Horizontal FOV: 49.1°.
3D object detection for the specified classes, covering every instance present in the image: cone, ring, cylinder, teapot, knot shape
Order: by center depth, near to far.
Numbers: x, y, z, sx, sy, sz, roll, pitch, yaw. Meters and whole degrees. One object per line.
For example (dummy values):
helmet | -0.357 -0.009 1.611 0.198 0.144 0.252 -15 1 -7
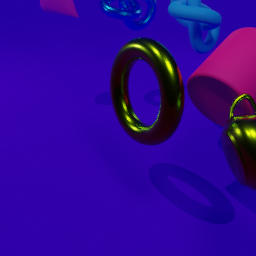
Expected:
teapot | 1.856 0.346 3.869 0.857 1.088 1.750 -19 79 4
cylinder | 1.927 -0.854 4.940 1.284 1.284 1.284 33 70 35
ring | 0.270 -0.639 5.155 0.395 1.974 1.974 -14 38 -32
knot shape | 1.441 -2.618 6.288 1.739 0.804 1.627 13 49 -60
cone | -1.720 -3.387 7.819 1.008 1.004 1.004 44 51 11
knot shape | -0.054 -3.682 8.252 0.873 1.889 1.767 -15 29 45
